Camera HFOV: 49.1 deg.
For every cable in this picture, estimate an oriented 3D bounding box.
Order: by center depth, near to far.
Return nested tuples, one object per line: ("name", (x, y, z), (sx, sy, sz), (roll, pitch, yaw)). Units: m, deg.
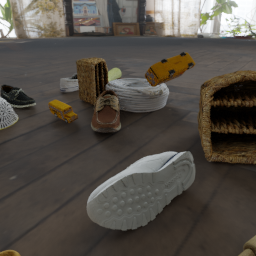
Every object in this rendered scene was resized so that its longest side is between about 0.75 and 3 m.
("cable", (0.386, -1.452, 11.636), (2.618, 0.907, 2.619), (9, 23, 20))

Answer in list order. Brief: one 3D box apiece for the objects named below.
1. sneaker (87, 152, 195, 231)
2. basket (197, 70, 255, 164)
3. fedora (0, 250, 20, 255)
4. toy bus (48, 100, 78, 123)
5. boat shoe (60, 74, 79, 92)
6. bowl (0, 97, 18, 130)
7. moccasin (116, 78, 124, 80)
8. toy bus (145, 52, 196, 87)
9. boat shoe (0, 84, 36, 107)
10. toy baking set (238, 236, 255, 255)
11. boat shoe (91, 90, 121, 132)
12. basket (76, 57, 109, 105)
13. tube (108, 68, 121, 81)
("sneaker", (0.209, 1.130, 5.519), (2.617, 1.000, 1.053), (-15, 14, -41))
("basket", (3.442, -0.389, 7.475), (2.902, 2.071, 2.162), (3, 21, 8))
("fedora", (-1.617, 2.052, 3.332), (1.689, 0.689, 1.689), (0, 21, 0))
("toy bus", (-2.303, -0.597, 9.933), (0.406, 0.489, 1.249), (-32, 39, -33))
("boat shoe", (-2.485, -2.378, 14.098), (0.842, 0.748, 2.288), (12, 25, 27))
("bowl", (-4.930, -0.642, 9.541), (2.114, 0.992, 2.114), (-1, 23, 0))
("moccasin", (-0.299, -2.548, 15.163), (0.857, 0.314, 0.331), (-3, 12, -32))
("toy bus", (1.514, -2.069, 9.836), (1.834, 0.718, 0.597), (-26, 76, -32))
("boat shoe", (-4.590, -1.303, 11.546), (2.144, 0.725, 0.770), (19, 28, 36))
("toy baking set", (2.493, 2.081, 3.769), (2.511, 0.292, 1.927), (-13, 26, -29))
("boat shoe", (-0.751, -0.637, 9.531), (1.024, 0.971, 2.705), (-2, 22, -5))
("basket", (-1.264, -1.982, 11.740), (1.292, 1.811, 1.349), (-18, 26, -35))
("tube", (-1.039, -2.641, 14.887), (0.677, 0.756, 2.607), (31, 29, 4))
